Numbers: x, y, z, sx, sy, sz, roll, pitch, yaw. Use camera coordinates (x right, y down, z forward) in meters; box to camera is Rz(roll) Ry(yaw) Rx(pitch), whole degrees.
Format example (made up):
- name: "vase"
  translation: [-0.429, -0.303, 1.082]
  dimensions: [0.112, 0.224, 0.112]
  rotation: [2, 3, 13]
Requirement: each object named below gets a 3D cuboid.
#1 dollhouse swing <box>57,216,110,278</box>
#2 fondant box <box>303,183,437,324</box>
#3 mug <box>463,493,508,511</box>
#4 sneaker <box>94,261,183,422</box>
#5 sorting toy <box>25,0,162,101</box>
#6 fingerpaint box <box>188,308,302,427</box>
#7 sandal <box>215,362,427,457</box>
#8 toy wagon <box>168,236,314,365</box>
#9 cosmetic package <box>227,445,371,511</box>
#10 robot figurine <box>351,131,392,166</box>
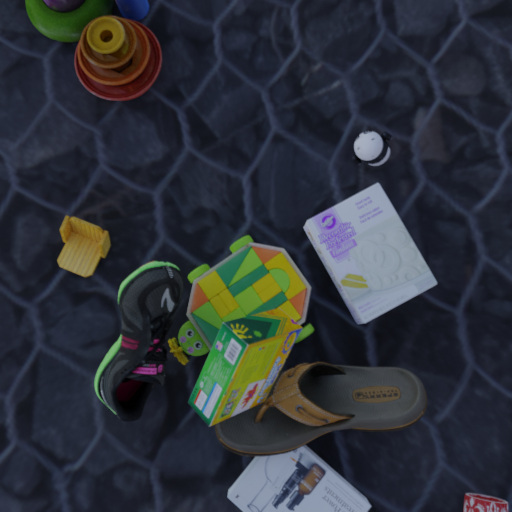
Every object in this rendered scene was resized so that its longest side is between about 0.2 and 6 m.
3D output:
- name: "dollhouse swing"
  translation: [-2.991, -0.138, 9.485]
  dimensions: [0.775, 0.704, 0.681]
  rotation: [22, 62, 3]
- name: "fondant box"
  translation: [1.896, -0.024, 9.482]
  dimensions: [1.417, 0.572, 1.963]
  rotation: [-28, 82, -4]
- name: "mug"
  translation: [3.636, 4.436, 8.865]
  dimensions: [0.785, 1.044, 1.176]
  rotation: [-1, 75, 36]
- name: "sneaker"
  translation: [-1.641, 1.340, 8.537]
  dimensions: [1.057, 1.154, 2.754]
  rotation: [2, 118, -37]
- name: "sorting toy"
  translation: [-2.818, -4.278, 9.713]
  dimensions: [1.931, 1.319, 3.213]
  rotation: [-39, 83, -5]
- name: "fingerpaint box"
  translation: [-0.162, 1.584, 8.169]
  dimensions: [0.555, 1.263, 1.514]
  rotation: [39, 119, 30]
- name: "sandal"
  translation: [0.987, 2.236, 8.678]
  dimensions: [3.335, 0.910, 1.363]
  rotation: [-6, 50, 5]
- name: "toy wagon"
  translation: [-0.339, 0.956, 9.372]
  dimensions: [2.544, 0.503, 1.974]
  rotation: [-34, 83, -5]
- name: "cosmetic package"
  translation: [0.676, 3.881, 8.966]
  dimensions: [1.840, 0.475, 1.387]
  rotation: [40, 85, 5]
- name: "robot figurine"
  translation: [1.988, -1.838, 9.596]
  dimensions: [0.513, 0.823, 0.618]
  rotation: [19, 96, 28]
